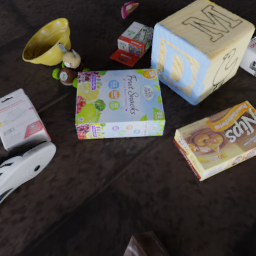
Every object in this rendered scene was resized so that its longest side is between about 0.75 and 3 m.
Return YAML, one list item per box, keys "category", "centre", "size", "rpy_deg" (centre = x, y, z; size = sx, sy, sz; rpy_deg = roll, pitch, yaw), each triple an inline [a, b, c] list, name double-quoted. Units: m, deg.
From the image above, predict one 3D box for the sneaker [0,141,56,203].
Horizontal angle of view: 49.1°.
- category: "sneaker"
  centre: [-3.716, 1.029, 8.178]
  size: [1.636, 1.069, 2.925]
  rpy_deg: [38, 65, 22]

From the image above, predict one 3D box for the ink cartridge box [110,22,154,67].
- category: "ink cartridge box"
  centre: [0.235, -3.511, 11.628]
  size: [1.137, 0.525, 2.087]
  rpy_deg: [26, 58, 17]

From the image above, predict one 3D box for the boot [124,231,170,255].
- category: "boot"
  centre: [0.444, 3.700, 6.573]
  size: [1.981, 0.683, 2.125]
  rpy_deg: [-29, 63, -33]

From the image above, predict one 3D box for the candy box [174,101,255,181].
- category: "candy box"
  centre: [3.056, 0.347, 8.833]
  size: [2.761, 0.763, 1.593]
  rpy_deg: [-21, 58, -14]

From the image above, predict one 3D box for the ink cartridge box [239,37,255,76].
- category: "ink cartridge box"
  centre: [5.650, -2.553, 10.725]
  size: [1.653, 0.933, 2.252]
  rpy_deg: [-34, 62, -21]

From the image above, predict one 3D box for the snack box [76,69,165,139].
- category: "snack box"
  centre: [-0.299, -0.874, 9.569]
  size: [2.808, 0.950, 2.368]
  rpy_deg: [-3, 55, -4]

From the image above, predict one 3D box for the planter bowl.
- category: "planter bowl"
  centre: [-2.936, -3.135, 10.926]
  size: [2.236, 0.931, 2.236]
  rpy_deg: [-20, 47, 23]

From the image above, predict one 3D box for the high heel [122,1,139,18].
- category: "high heel"
  centre: [0.098, -5.520, 13.073]
  size: [0.654, 0.459, 1.364]
  rpy_deg: [0, 42, 13]

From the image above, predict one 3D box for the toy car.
- category: "toy car"
  centre: [-2.139, -2.385, 10.318]
  size: [1.167, 1.420, 1.120]
  rpy_deg: [25, 59, 16]

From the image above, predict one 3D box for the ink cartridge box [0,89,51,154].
- category: "ink cartridge box"
  centre: [-3.538, -0.204, 9.119]
  size: [1.261, 0.731, 2.166]
  rpy_deg: [-29, 56, -12]

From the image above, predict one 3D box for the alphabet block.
- category: "alphabet block"
  centre: [2.508, -2.738, 10.023]
  size: [2.425, 2.369, 2.382]
  rpy_deg: [-37, 65, -21]
